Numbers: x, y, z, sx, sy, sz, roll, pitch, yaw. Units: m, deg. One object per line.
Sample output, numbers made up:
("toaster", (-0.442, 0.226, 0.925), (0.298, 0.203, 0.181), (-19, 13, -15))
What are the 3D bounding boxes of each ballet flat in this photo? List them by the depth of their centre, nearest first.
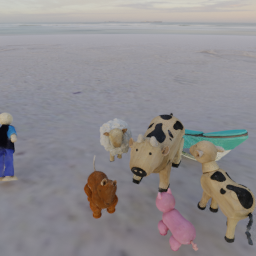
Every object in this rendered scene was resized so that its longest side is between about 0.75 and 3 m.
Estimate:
("ballet flat", (1.458, 0.320, 5.274), (0.579, 0.605, 1.720), (-11, 8, -41))

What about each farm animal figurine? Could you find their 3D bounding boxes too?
("farm animal figurine", (0.488, 0.443, 3.740), (2.069, 1.079, 2.046), (5, 33, 5))

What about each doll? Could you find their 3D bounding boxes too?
("doll", (-2.078, 0.307, 4.701), (0.784, 1.149, 0.279), (-10, -10, 36))
